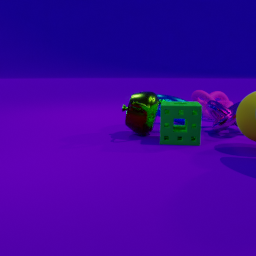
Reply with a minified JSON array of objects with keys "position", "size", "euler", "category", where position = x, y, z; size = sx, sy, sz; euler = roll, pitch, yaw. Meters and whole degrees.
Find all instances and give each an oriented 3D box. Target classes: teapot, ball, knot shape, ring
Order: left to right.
[{"position":[0.291,-0.391,7.053],"size":[0.883,1.121,1.803],"euler":[14,-7,8],"category":"teapot"},{"position":[1.308,-0.514,8.054],"size":[1.702,0.340,1.702],"euler":[19,-9,3],"category":"ring"},{"position":[3.062,-0.817,9.711],"size":[1.448,0.715,1.547],"euler":[-4,33,-36],"category":"knot shape"},{"position":[2.951,-0.318,7.434],"size":[1.551,0.766,1.657],"euler":[0,13,2],"category":"knot shape"},{"position":[2.747,-0.230,5.628],"size":[1.076,1.076,1.076],"euler":[0,11,0],"category":"ball"}]

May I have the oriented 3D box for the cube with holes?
[{"position":[1.187,-0.132,6.435],"size":[0.866,0.866,0.866],"euler":[2,11,8],"category":"cube with holes"}]
